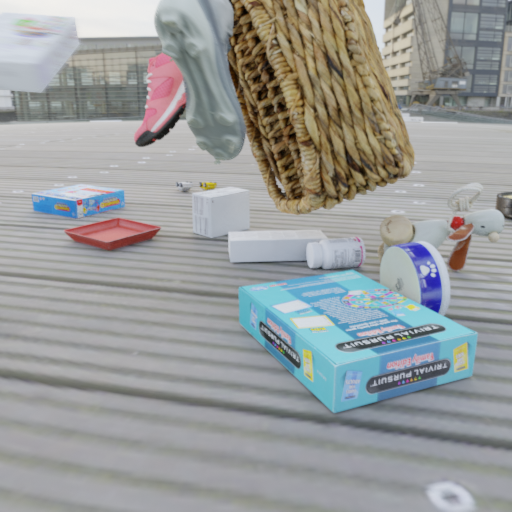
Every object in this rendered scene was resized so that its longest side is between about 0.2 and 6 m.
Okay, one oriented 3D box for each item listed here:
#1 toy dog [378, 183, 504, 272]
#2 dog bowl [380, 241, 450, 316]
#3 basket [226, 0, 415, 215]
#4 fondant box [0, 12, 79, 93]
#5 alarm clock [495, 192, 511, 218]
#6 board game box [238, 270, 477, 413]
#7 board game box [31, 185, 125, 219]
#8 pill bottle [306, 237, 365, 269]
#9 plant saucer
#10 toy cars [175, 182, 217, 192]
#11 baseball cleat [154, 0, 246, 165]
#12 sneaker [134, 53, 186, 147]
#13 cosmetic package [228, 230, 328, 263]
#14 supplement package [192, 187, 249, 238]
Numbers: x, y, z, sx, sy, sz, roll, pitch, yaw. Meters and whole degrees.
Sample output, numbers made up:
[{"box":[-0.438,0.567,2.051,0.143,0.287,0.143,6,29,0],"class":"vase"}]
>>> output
[{"box":[3.018,-0.166,9.279,2.137,1.029,1.409,-23,-35,26],"class":"toy dog"},{"box":[2.102,0.370,7.513,0.432,1.098,1.098,-7,19,-14],"class":"dog bowl"},{"box":[0.577,-2.740,9.333,3.028,4.064,2.901,-17,11,22],"class":"basket"},{"box":[-2.702,-2.365,6.442,0.912,0.368,1.264,5,46,4],"class":"fondant box"},{"box":[6.446,-1.244,13.607,1.173,0.579,1.739,5,20,19],"class":"alarm clock"},{"box":[1.073,0.877,6.775,1.811,0.563,2.399,-8,19,-23],"class":"board game box"},{"box":[-4.539,-1.424,14.369,1.654,0.462,1.620,11,20,31],"class":"board game box"},{"box":[1.386,-0.040,9.811,0.935,0.530,0.530,-4,18,-11],"class":"pill bottle"},{"box":[-2.947,-0.445,11.565,1.437,0.264,1.440,13,22,35],"class":"plant saucer"},{"box":[-1.781,-2.013,16.553,1.494,0.331,0.670,4,11,22],"class":"toy cars"},{"box":[-0.584,-2.753,8.333,0.981,2.814,1.498,11,59,18],"class":"baseball cleat"},{"box":[-2.145,-3.959,13.197,1.299,2.995,1.104,35,0,-6],"class":"sneaker"},{"box":[0.387,-0.181,10.379,1.784,0.452,0.736,-1,17,-4],"class":"cosmetic package"},{"box":[-0.750,-0.958,12.147,1.137,0.886,0.630,-16,23,-42],"class":"supplement package"}]
